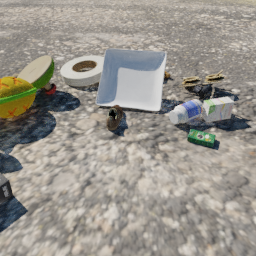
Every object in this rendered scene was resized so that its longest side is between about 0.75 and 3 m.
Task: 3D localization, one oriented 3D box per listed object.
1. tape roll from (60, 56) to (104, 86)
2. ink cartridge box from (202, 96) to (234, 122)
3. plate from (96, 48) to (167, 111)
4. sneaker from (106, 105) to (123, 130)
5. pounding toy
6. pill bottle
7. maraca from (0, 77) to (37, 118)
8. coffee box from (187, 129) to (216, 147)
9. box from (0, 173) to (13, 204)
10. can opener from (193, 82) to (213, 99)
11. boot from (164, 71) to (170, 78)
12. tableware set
[{"bbox_3d":[-2.165,-2.953,14.273,2.508,0.458,2.508,-6,39,5],"label":"tape roll"},{"bbox_3d":[3.678,-0.752,11.116,1.353,0.792,0.455,-10,36,-13],"label":"ink cartridge box"},{"bbox_3d":[0.183,-2.104,12.293,2.802,0.454,2.808,6,75,10],"label":"plate"},{"bbox_3d":[-0.497,-0.585,11.038,0.561,0.602,1.593,4,37,3],"label":"sneaker"},{"bbox_3d":[-4.237,-2.085,13.004,2.639,1.225,2.037,-23,42,17],"label":"pounding toy"},{"bbox_3d":[2.267,-0.614,10.989,1.291,0.724,0.724,-21,40,-27],"label":"pill bottle"},{"bbox_3d":[-4.954,-1.097,10.871,2.928,1.566,2.007,-28,19,-39],"label":"maraca"},{"bbox_3d":[2.640,0.355,10.059,0.928,0.204,0.570,14,37,18],"label":"coffee box"},{"bbox_3d":[-4.986,1.565,7.670,2.827,0.683,2.239,28,44,25],"label":"box"},{"bbox_3d":[3.606,-1.878,12.895,0.698,0.563,1.777,48,44,5],"label":"can opener"},{"bbox_3d":[1.582,-2.707,14.364,1.035,0.364,0.741,-17,33,-29],"label":"boot"},{"bbox_3d":[3.478,-2.351,13.125,1.966,0.394,1.300,-2,21,28],"label":"tableware set"}]
